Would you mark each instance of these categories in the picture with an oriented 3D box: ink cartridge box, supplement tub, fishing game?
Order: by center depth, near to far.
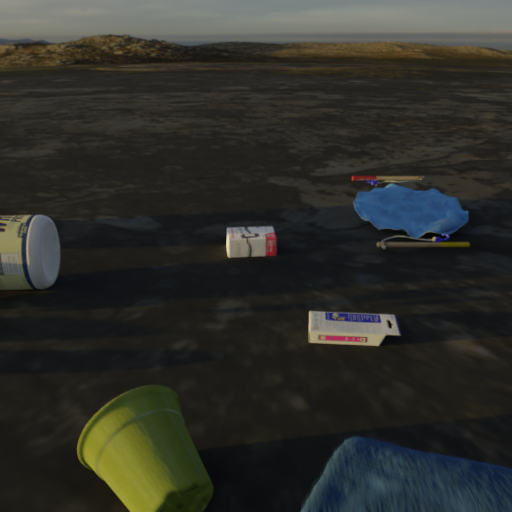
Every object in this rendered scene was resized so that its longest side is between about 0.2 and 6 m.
[{"bbox_3d":[1.080,0.806,6.249,0.987,0.183,0.467,0,22,6],"label":"ink cartridge box"},{"bbox_3d":[-3.317,-0.038,7.204,1.335,0.968,0.968,-1,23,-3],"label":"supplement tub"},{"bbox_3d":[-0.080,-0.214,8.483,0.723,0.305,0.523,-2,23,-5],"label":"ink cartridge box"},{"bbox_3d":[2.646,-0.747,9.667,1.966,0.427,2.745,-2,31,-4],"label":"fishing game"}]

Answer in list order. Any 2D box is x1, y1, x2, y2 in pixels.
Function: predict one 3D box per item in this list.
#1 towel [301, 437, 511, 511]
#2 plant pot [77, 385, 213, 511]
[{"bbox_3d":[1.482,1.737,2.975,2.649,0.643,1.479,4,25,29],"label":"towel"},{"bbox_3d":[-0.721,1.506,3.990,0.834,0.834,0.792,-16,41,-33],"label":"plant pot"}]
